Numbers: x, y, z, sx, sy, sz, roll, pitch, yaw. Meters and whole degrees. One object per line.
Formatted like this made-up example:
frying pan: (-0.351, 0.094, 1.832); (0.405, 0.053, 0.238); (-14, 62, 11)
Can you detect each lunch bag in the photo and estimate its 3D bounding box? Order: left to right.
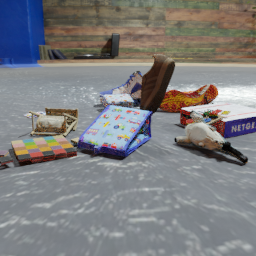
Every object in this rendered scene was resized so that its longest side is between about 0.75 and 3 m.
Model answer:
lunch bag: (-0.357, 0.157, 7.668); (1.433, 0.896, 1.904); (11, 28, 25)
lunch bag: (-0.420, -1.127, 12.127); (1.315, 0.497, 1.054); (-3, 30, -18)

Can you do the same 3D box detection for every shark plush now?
shark plush: (2.295, 0.240, 7.428); (0.935, 1.020, 2.244); (26, -5, -33)

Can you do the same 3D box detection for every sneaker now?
sneaker: (0.053, -1.875, 13.074); (2.739, 1.582, 1.106); (0, 14, -3)
sneaker: (0.879, -1.491, 10.153); (0.897, 2.376, 0.837); (37, 21, 32)
sneaker: (2.549, -1.147, 12.175); (2.797, 1.021, 1.079); (-8, -18, -8)

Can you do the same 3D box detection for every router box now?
router box: (3.326, -0.338, 9.596); (2.305, 0.563, 2.069); (-8, 18, -27)

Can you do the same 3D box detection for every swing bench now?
swing bench: (-2.323, -0.219, 8.944); (1.170, 0.763, 1.176); (3, 11, 11)

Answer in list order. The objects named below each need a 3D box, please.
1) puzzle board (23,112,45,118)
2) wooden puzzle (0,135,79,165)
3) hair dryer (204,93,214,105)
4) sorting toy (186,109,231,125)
puzzle board: (-3.665, -0.541, 11.204); (0.827, 0.072, 0.624); (-15, 22, -42)
wooden puzzle: (-2.219, 0.535, 7.257); (2.348, 0.165, 1.392); (-7, 18, -27)
hair dryer: (3.106, -0.893, 11.337); (0.251, 0.703, 0.924); (-18, 31, 53)
sorting toy: (2.453, -0.372, 8.456); (1.356, 0.229, 0.654); (-23, 24, -18)
